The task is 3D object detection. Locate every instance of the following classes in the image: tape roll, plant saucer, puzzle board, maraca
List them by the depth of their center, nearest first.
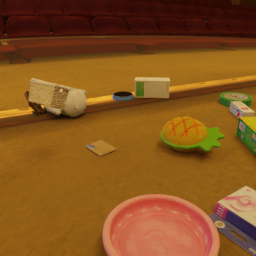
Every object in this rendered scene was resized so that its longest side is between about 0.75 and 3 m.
[{"bbox_3d":[0.635,2.231,5.623,2.268,0.575,2.268,-1,24,0],"label":"plant saucer"},{"bbox_3d":[2.127,0.246,9.477,2.102,1.124,1.441,11,45,30],"label":"maraca"},{"bbox_3d":[-0.946,0.697,9.770,0.715,0.083,0.949,-20,30,-36],"label":"puzzle board"},{"bbox_3d":[5.479,-1.441,14.307,1.550,0.372,1.550,1,24,0],"label":"tape roll"}]

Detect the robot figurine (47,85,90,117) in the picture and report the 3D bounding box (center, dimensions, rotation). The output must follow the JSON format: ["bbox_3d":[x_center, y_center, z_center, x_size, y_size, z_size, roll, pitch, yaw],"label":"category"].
[{"bbox_3d":[-2.766,-1.238,12.693,2.239,1.264,1.899,18,50,34],"label":"robot figurine"}]

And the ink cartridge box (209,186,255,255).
[{"bbox_3d":[2.882,2.062,6.305,1.655,0.358,1.625,-15,28,-34],"label":"ink cartridge box"}]

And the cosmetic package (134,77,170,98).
[{"bbox_3d":[1.311,-2.203,15.270,1.879,1.011,0.797,1,23,6],"label":"cosmetic package"}]

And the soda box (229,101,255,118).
[{"bbox_3d":[5.109,-0.755,12.613,0.498,0.466,1.463,-1,24,-3],"label":"soda box"}]

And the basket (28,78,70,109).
[{"bbox_3d":[-2.311,-0.982,8.158,0.855,0.687,0.847,15,3,16],"label":"basket"}]

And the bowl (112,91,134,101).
[{"bbox_3d":[-0.268,-1.743,15.181,1.161,0.228,1.161,0,23,0],"label":"bowl"}]

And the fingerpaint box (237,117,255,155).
[{"bbox_3d":[5.083,0.346,9.661,1.802,0.792,2.160,-2,24,-3],"label":"fingerpaint box"}]

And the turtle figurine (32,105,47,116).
[{"bbox_3d":[-3.964,-0.874,12.934,0.655,0.440,0.875,5,35,48],"label":"turtle figurine"}]

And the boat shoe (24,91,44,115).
[{"bbox_3d":[-3.235,-0.825,9.427,0.292,0.858,0.309,-31,9,25],"label":"boat shoe"}]
